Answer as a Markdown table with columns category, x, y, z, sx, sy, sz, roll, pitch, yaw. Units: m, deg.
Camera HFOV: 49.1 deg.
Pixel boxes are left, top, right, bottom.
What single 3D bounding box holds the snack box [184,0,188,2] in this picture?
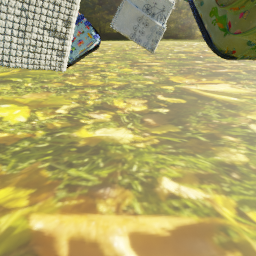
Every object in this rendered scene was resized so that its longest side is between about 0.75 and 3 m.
| category | x | y | z | sx | sy | sz | roll | pitch | yaw |
| --- | --- | --- | --- | --- | --- | --- | --- | --- | --- |
| snack box | 1.415 | -4.239 | 7.982 | 0.361 | 1.067 | 0.900 | -31 | -13 | 33 |

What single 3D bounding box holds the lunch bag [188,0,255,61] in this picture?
| category | x | y | z | sx | sy | sz | roll | pitch | yaw |
| --- | --- | --- | --- | --- | --- | --- | --- | --- | --- |
| lunch bag | 2.528 | -2.419 | 5.687 | 2.598 | 2.088 | 1.071 | -9 | -19 | -29 |

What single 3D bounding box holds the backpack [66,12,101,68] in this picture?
| category | x | y | z | sx | sy | sz | roll | pitch | yaw |
| --- | --- | --- | --- | --- | --- | --- | --- | --- | --- |
| backpack | -2.109 | -3.386 | 9.969 | 1.779 | 1.949 | 1.311 | -34 | 8 | -5 |

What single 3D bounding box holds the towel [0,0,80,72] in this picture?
| category | x | y | z | sx | sy | sz | roll | pitch | yaw |
| --- | --- | --- | --- | --- | --- | --- | --- | --- | --- |
| towel | -2.838 | -2.838 | 7.463 | 2.793 | 2.313 | 1.195 | -6 | 31 | -44 |

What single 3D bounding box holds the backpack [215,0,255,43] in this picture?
| category | x | y | z | sx | sy | sz | roll | pitch | yaw |
| --- | --- | --- | --- | --- | --- | --- | --- | --- | --- |
| backpack | 1.796 | -1.846 | 3.721 | 1.019 | 1.330 | 1.169 | 2 | -13 | -30 |

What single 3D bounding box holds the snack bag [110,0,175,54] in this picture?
| category | x | y | z | sx | sy | sz | roll | pitch | yaw |
| --- | --- | --- | --- | --- | --- | --- | --- | --- | --- |
| snack bag | 0.679 | -4.365 | 10.795 | 2.155 | 2.285 | 0.245 | 24 | 6 | -31 |
